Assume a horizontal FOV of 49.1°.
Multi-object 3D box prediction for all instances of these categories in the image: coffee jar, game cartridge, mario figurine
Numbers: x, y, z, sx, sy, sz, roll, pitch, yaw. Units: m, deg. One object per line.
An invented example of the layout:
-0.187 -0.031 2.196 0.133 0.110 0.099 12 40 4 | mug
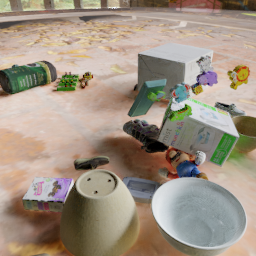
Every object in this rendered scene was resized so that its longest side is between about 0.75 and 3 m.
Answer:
-5.431 -2.841 15.380 2.903 1.239 1.514 -26 37 -36 | coffee jar
0.369 1.848 8.312 1.241 0.258 0.827 9 35 14 | game cartridge
1.601 1.150 8.505 1.287 1.105 2.084 -9 23 -6 | mario figurine

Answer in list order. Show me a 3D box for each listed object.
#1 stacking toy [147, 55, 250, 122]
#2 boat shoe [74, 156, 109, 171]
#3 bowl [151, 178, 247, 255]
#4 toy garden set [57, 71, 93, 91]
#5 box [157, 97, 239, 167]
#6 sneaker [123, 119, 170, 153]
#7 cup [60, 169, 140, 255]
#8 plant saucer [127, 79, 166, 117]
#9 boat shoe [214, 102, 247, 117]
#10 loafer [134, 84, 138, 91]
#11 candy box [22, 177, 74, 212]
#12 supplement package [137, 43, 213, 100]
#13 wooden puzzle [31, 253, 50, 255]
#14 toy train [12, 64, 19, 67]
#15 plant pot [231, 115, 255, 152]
2.105 -1.375 9.031 2.788 0.655 2.102 -29 28 -4 | stacking toy
-1.184 1.214 9.270 1.196 0.438 0.388 -8 43 -9 | boat shoe
1.626 2.279 6.791 2.202 0.990 2.202 1 30 0 | bowl
-2.978 -2.767 16.048 1.880 0.450 2.255 -2 30 -3 | toy garden set
2.329 -0.066 9.728 2.257 1.237 2.558 23 23 4 | box
0.600 0.374 10.268 2.074 0.806 1.451 10 31 18 | sneaker
-0.727 1.921 6.935 2.063 1.476 2.063 -1 30 0 | cup
0.674 -1.041 10.601 0.868 2.481 0.235 -12 69 -20 | plant saucer
4.622 -0.861 12.680 1.475 0.525 0.515 17 34 26 | boat shoe
0.513 -2.214 15.287 0.282 0.284 0.780 13 34 13 | loafer
-2.252 1.889 8.031 1.175 0.420 0.985 2 30 4 | candy box
2.455 -2.989 14.732 2.777 2.136 2.904 23 37 34 | supplement package
-2.459 3.313 5.688 1.661 0.309 1.536 -4 30 -8 | wooden puzzle
-6.358 -3.206 16.599 1.846 0.786 1.052 10 44 12 | toy train
4.328 0.313 10.188 1.418 0.952 1.418 0 34 0 | plant pot
